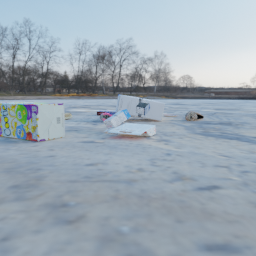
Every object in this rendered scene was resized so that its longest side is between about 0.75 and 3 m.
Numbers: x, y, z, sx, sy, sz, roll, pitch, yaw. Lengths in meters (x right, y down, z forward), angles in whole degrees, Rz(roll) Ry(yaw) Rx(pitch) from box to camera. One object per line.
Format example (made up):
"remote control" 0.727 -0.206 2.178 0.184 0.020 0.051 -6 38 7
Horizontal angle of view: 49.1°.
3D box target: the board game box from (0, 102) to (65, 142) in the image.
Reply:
"board game box" -2.955 -0.242 8.363 1.969 1.033 1.014 4 9 33

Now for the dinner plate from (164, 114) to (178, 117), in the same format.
"dinner plate" 2.353 -0.681 15.350 0.816 0.099 0.816 -1 7 0

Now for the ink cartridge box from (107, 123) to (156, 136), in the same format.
"ink cartridge box" 0.150 0.146 8.514 1.077 0.333 1.328 4 16 24

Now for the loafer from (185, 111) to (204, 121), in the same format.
"loafer" 3.135 -0.554 13.130 0.413 0.473 1.315 14 12 37

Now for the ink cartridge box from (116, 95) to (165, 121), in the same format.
"ink cartridge box" 0.525 -0.972 13.219 2.093 0.899 1.533 8 7 -6

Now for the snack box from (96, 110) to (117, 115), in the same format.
"snack box" -0.628 -0.845 15.906 2.187 0.266 0.786 2 8 11

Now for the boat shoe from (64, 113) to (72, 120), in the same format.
"boat shoe" -3.520 -0.691 13.443 1.743 0.603 0.643 -5 9 -33

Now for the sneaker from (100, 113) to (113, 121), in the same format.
"sneaker" -0.846 -0.458 12.679 1.102 0.435 0.525 4 -3 -36

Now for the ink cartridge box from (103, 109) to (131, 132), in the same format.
"ink cartridge box" -0.435 -0.251 9.381 0.944 0.320 0.547 -36 13 -27
